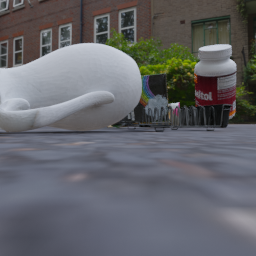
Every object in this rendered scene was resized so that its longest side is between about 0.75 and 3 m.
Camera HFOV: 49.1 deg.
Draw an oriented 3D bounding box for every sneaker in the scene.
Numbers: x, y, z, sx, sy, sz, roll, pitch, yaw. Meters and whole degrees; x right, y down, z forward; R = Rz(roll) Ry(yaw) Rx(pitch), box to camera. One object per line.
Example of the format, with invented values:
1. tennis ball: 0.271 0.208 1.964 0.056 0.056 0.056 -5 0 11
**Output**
1. sneaker: 1.164 -0.350 9.103 0.852 0.786 1.931 -1 -7 -7

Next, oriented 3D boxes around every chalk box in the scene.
1. chalk box: 0.076 -0.641 7.257 1.902 1.187 1.179 -5 -3 7

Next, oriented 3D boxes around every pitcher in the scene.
1. pitcher: -0.819 -0.480 4.082 2.240 1.358 1.922 -12 26 -28

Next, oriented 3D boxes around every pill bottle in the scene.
1. pill bottle: 3.119 -1.606 10.051 1.428 2.528 1.428 -7 24 3

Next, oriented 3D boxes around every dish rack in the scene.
1. dish rack: 0.812 -0.185 5.146 1.778 0.485 1.364 -1 0 -22

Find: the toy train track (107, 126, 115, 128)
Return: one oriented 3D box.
1. toy train track: -1.487 -0.450 8.580 2.961 0.482 1.699 -1 45 -49
